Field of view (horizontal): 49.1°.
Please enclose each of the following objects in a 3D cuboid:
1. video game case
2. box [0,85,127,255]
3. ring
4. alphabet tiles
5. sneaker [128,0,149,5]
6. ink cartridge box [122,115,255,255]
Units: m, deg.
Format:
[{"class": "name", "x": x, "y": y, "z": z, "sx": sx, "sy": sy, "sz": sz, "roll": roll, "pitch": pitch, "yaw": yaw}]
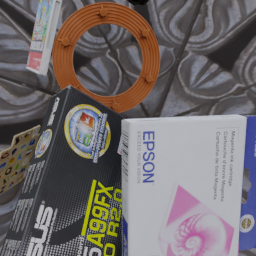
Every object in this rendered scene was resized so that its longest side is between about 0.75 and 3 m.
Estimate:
[{"class": "video game case", "x": -2.251, "y": -2.720, "z": 7.537, "sx": 0.216, "sy": 1.768, "sz": 2.473, "roll": 9, "pitch": 100, "yaw": -32}, {"class": "box", "x": -0.489, "y": 1.126, "z": 4.532, "sx": 2.328, "sy": 0.643, "sz": 2.906, "roll": 30, "pitch": 57, "yaw": -34}, {"class": "ring", "x": -0.429, "y": -1.533, "z": 6.454, "sx": 2.548, "sy": 0.245, "sz": 2.548, "roll": -4, "pitch": 106, "yaw": -13}, {"class": "alphabet tiles", "x": -2.221, "y": 0.664, "z": 5.670, "sx": 0.048, "sy": 1.524, "sz": 1.268, "roll": 31, "pitch": 24, "yaw": 9}, {"class": "sneaker", "x": 0.032, "y": -3.892, "z": 7.541, "sx": 1.036, "sy": 2.807, "sz": 1.228, "roll": 18, "pitch": 86, "yaw": -34}, {"class": "ink cartridge box", "x": 1.055, "y": 0.960, "z": 3.975, "sx": 2.299, "sy": 0.498, "sz": 2.257, "roll": -3, "pitch": 100, "yaw": -12}]
